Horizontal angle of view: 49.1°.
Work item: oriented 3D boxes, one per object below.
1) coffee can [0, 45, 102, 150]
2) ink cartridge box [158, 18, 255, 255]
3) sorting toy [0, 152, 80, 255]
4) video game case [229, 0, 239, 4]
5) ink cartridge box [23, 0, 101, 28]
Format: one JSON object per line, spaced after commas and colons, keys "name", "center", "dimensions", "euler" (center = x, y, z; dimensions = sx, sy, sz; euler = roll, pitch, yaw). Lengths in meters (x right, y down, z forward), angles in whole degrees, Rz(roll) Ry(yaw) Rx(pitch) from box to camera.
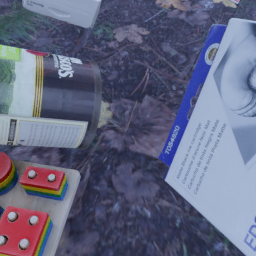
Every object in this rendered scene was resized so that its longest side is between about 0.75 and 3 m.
{"name": "coffee can", "center": [-1.976, -0.559, 5.290], "dimensions": [2.519, 1.844, 1.844], "euler": [4, 48, -25]}
{"name": "ink cartridge box", "center": [1.618, -0.074, 4.288], "dimensions": [0.602, 2.958, 2.964], "euler": [7, 19, -34]}
{"name": "sorting toy", "center": [-2.124, 1.359, 4.901], "dimensions": [2.025, 0.709, 2.037], "euler": [8, 50, 6]}
{"name": "video game case", "center": [3.190, -4.652, 8.948], "dimensions": [1.225, 0.876, 0.107], "euler": [19, 19, -12]}
{"name": "ink cartridge box", "center": [-1.528, -4.118, 7.238], "dimensions": [1.820, 1.055, 2.513], "euler": [12, 68, -17]}
